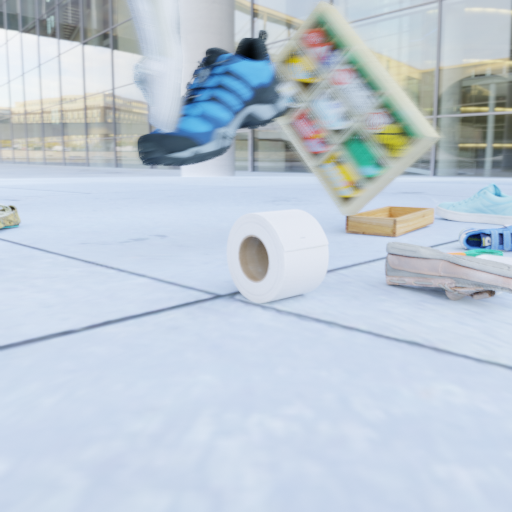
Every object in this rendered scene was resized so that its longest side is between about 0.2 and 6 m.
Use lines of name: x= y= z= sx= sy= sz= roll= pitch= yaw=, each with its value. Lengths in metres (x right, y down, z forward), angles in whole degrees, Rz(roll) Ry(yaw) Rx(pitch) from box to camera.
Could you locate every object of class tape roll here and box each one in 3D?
tape roll: x=0.247 y=-0.012 z=6.915 sx=0.755 sy=1.100 sz=1.100 roll=-9 pitch=13 yaw=-39

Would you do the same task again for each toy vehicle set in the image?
toy vehicle set: x=1.810 y=-3.222 z=12.334 sx=0.537 sy=4.052 sz=2.518 roll=-7 pitch=-31 yaw=-49

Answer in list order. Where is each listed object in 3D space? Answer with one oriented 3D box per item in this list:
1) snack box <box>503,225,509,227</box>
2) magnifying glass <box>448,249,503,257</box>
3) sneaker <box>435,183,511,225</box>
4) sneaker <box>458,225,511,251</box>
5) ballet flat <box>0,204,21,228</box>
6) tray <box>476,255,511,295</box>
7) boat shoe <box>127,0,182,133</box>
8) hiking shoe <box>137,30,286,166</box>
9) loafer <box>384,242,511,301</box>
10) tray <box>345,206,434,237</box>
snack box: x=5.759 y=-0.162 z=9.683 sx=1.190 sy=0.402 sz=3.311 roll=-2 pitch=10 yaw=-9
magnifying glass: x=3.681 y=-0.015 z=9.671 sx=1.282 sy=0.144 sz=0.510 roll=-4 pitch=11 yaw=-18
sneaker: x=6.041 y=-1.417 z=14.903 sx=2.574 sy=1.055 sz=0.951 roll=9 pitch=13 yaw=41
sneaker: x=4.406 y=-0.291 z=10.305 sx=1.331 sy=0.492 sz=0.548 roll=-4 pitch=7 yaw=26
ballet flat: x=-6.135 y=-0.876 z=13.025 sx=0.700 sy=0.700 sz=1.980 roll=1 pitch=10 yaw=5
tray: x=3.341 y=0.260 z=7.876 sx=1.068 sy=0.220 sz=1.988 roll=8 pitch=13 yaw=43
boat shoe: x=-1.369 y=-2.709 z=7.439 sx=0.720 sy=2.246 sz=0.828 roll=-3 pitch=-9 yaw=-9
hiking shoe: x=-0.846 y=-2.639 z=9.467 sx=1.331 sy=1.551 sz=3.578 roll=5 pitch=33 yaw=33
loafer: x=2.428 y=0.269 z=6.996 sx=0.706 sy=0.618 sz=1.965 roll=3 pitch=9 yaw=-37
tray: x=3.230 y=-0.845 z=13.342 sx=1.220 sy=0.458 sz=2.474 roll=7 pitch=14 yaw=35
